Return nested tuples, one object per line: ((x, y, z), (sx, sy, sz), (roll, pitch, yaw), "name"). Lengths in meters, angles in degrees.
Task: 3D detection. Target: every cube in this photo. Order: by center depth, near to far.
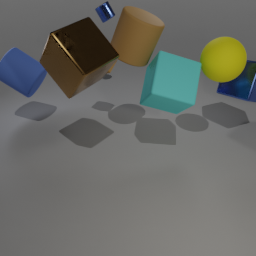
((-1.387, -1.954, 7.895), (1.400, 1.400, 1.400), (-40, 92, -35), "cube")
((1.323, -1.395, 8.993), (1.400, 1.400, 1.400), (14, -12, -10), "cube")
((4.513, -1.810, 10.689), (1.400, 1.400, 1.400), (1, 18, -39), "cube")
((-0.969, -2.572, 10.800), (0.700, 0.700, 0.700), (3, 60, 48), "cube")

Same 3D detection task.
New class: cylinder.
((0.262, -2.929, 8.995), (1.400, 1.400, 1.400), (17, 36, -13), "cylinder")
((-4.065, -2.118, 10.787), (1.400, 1.400, 1.400), (33, 31, -10), "cylinder")
((-1.058, -5.373, 12.984), (0.700, 0.700, 0.700), (-27, 23, 13), "cylinder")

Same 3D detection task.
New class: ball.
((3.004, -2.159, 8.878), (1.400, 1.400, 1.400), (0, 31, 0), "ball")
